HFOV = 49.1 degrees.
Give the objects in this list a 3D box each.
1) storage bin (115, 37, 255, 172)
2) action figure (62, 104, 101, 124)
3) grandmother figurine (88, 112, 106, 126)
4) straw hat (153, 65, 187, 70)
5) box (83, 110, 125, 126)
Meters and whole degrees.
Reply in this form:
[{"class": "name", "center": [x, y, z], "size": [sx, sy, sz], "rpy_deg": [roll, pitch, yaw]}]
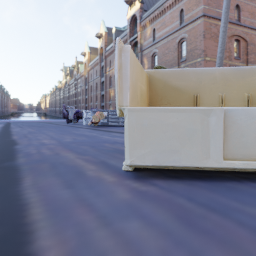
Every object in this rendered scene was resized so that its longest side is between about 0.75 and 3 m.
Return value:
[{"class": "storage bin", "center": [0.832, -0.173, 2.062], "size": [1.640, 0.769, 1.629], "rpy_deg": [1, 4, 8]}, {"class": "action figure", "center": [-1.823, -0.615, 13.755], "size": [2.649, 0.919, 1.724], "rpy_deg": [3, -4, 3]}, {"class": "grandmother figurine", "center": [-1.009, -0.280, 9.091], "size": [0.663, 0.331, 1.094], "rpy_deg": [-17, -4, -18]}, {"class": "straw hat", "center": [1.931, -1.364, 9.215], "size": [0.982, 2.319, 2.319], "rpy_deg": [-39, 9, -8]}, {"class": "box", "center": [-0.224, -0.389, 10.730], "size": [2.409, 0.599, 1.900], "rpy_deg": [2, 3, 23]}]
